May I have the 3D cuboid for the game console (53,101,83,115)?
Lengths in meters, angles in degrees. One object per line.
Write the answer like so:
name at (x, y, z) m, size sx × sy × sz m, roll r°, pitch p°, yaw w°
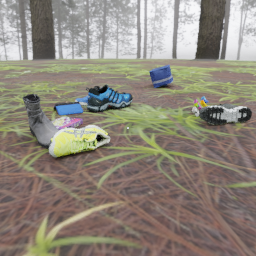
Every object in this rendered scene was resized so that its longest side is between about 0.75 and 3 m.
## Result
game console at (-2.848, -0.839, 13.301) m, size 1.175 × 0.695 × 1.003 m, roll -8°, pitch -12°, yaw -26°

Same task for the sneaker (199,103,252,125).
sneaker at (3.848, -0.606, 11.603) m, size 2.333 × 0.775 × 1.055 m, roll -2°, pitch 15°, yaw -17°

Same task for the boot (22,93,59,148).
boot at (-2.844, -0.280, 9.137) m, size 0.757 × 1.428 × 2.169 m, roll -28°, pitch 36°, yaw -36°

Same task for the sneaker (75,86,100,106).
sneaker at (-1.845, -1.701, 14.491) m, size 1.824 × 1.015 × 0.700 m, roll 3°, pitch 18°, yaw 10°

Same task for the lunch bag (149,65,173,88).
lunch bag at (2.437, -3.655, 20.085) m, size 1.408 × 1.371 × 2.072 m, roll -11°, pitch 14°, yaw 20°

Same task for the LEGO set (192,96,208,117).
LEGO set at (3.445, -0.932, 12.916) m, size 0.617 × 0.664 × 1.618 m, roll -32°, pitch 9°, yaw 26°

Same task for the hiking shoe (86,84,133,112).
hiking shoe at (-0.782, -1.558, 13.768) m, size 2.725 × 1.182 × 1.014 m, roll -17°, pitch 24°, yaw -42°

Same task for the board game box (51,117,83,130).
board game box at (-2.593, -0.099, 10.833) m, size 0.986 × 0.265 × 1.643 m, roll 11°, pitch 20°, yaw 20°

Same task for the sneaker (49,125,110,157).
sneaker at (-1.417, 0.363, 8.466) m, size 0.803 × 0.792 × 2.102 m, roll 14°, pitch 24°, yaw 38°
